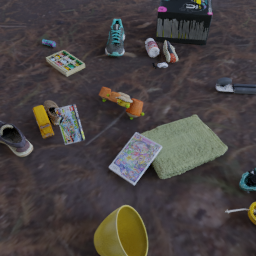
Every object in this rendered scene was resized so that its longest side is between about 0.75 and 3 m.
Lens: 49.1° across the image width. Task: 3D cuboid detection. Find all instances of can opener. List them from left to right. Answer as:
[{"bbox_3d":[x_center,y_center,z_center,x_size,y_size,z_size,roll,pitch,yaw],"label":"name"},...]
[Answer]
[{"bbox_3d":[5.004,-1.930,12.833,1.923,0.643,0.513,3,47,3],"label":"can opener"}]

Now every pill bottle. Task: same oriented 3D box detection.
[{"bbox_3d":[1.287,-4.364,15.165,0.607,0.607,1.107,-6,47,-6],"label":"pill bottle"}]

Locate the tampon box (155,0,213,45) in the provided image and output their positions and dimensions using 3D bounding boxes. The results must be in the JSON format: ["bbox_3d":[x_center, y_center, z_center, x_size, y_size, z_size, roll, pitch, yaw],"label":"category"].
[{"bbox_3d":[3.170,-6.187,16.047,2.908,1.836,2.179,7,47,7],"label":"tampon box"}]

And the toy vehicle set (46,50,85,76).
[{"bbox_3d":[-3.234,-3.380,14.484,1.150,0.245,1.851,-35,56,-29],"label":"toy vehicle set"}]

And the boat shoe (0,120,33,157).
[{"bbox_3d":[-4.611,0.191,10.717,2.452,0.795,0.882,32,54,27],"label":"boat shoe"}]

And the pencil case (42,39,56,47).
[{"bbox_3d":[-4.454,-4.761,15.738,0.765,0.325,0.353,16,33,15],"label":"pencil case"}]

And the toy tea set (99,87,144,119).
[{"bbox_3d":[-0.362,-1.026,11.933,1.366,0.850,2.298,9,15,-38],"label":"toy tea set"}]

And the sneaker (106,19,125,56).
[{"bbox_3d":[-0.704,-4.989,15.305,1.076,1.265,2.774,-1,47,-1],"label":"sneaker"}]

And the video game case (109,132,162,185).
[{"bbox_3d":[0.258,1.045,9.909,1.202,0.151,1.679,28,72,32],"label":"video game case"}]

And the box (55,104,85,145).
[{"bbox_3d":[-2.112,-0.131,10.230,0.748,1.359,0.236,-14,7,10],"label":"box"}]

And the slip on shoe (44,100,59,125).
[{"bbox_3d":[-3.202,-0.763,11.856,0.572,0.456,1.504,-17,49,-16],"label":"slip on shoe"}]

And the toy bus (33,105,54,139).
[{"bbox_3d":[-3.417,-0.250,11.298,0.466,0.560,1.431,-19,50,-17],"label":"toy bus"}]

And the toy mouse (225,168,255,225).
[{"bbox_3d":[4.647,2.125,9.049,2.876,0.556,2.556,14,48,12],"label":"toy mouse"}]

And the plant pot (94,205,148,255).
[{"bbox_3d":[-0.292,3.026,7.734,1.067,1.503,1.503,-27,41,24],"label":"plant pot"}]

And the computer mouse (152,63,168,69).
[{"bbox_3d":[1.668,-3.246,14.407,0.787,0.173,0.432,-8,46,-7],"label":"computer mouse"}]

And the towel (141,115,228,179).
[{"bbox_3d":[1.998,0.640,10.480,2.961,0.540,2.197,-19,50,-18],"label":"towel"}]

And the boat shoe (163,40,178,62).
[{"bbox_3d":[2.248,-4.081,14.919,0.527,0.600,1.685,-2,49,-7],"label":"boat shoe"}]
